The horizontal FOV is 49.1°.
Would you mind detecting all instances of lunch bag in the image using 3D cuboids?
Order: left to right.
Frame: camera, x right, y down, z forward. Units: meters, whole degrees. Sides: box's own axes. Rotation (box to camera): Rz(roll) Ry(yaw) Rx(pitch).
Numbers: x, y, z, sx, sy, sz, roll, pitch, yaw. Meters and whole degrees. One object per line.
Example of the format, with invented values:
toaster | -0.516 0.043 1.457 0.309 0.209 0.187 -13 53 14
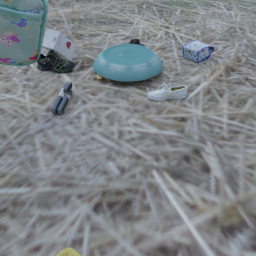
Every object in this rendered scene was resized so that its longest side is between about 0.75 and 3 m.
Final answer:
lunch bag | -3.107 -2.405 5.616 2.823 2.264 1.088 3 60 -25
lunch bag | 2.779 -3.051 11.034 0.989 0.612 0.841 -34 48 -25

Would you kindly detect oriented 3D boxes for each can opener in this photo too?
can opener | -1.981 -0.910 8.399 0.353 0.446 1.342 4 42 4

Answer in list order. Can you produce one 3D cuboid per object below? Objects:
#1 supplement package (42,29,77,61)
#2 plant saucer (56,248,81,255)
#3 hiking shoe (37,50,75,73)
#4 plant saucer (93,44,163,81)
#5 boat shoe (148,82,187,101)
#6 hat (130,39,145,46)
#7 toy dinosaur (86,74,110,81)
supplement package | -2.583 -3.111 10.579 0.672 0.680 1.122 21 -1 26
plant saucer | -0.715 2.897 3.301 2.146 0.520 2.147 24 43 29
hiking shoe | -2.627 -2.421 10.096 1.438 0.724 0.545 4 38 5
plant saucer | -0.004 -2.476 10.069 2.545 0.458 2.545 0 38 0
boat shoe | 1.224 -1.171 8.616 1.245 0.531 0.460 -3 37 -4
hat | 0.317 -3.623 11.980 0.904 0.365 0.904 1 37 -1
toy dinosaur | -0.999 -1.807 9.694 0.853 0.248 0.431 8 39 11
